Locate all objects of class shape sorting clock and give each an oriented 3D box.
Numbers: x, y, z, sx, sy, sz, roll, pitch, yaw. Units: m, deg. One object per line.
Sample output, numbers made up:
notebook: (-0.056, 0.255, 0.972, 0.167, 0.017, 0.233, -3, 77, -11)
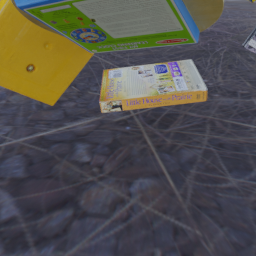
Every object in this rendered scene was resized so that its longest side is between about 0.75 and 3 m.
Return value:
shape sorting clock: (-0.145, -1.713, 4.040, 2.903, 0.570, 2.903, 4, -5, 0)

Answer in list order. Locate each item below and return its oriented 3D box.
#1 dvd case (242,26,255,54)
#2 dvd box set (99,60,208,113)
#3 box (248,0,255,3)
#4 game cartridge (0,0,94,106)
dvd case: (3.208, -2.099, 5.146, 1.452, 1.953, 0.156, 15, 32, -29)
dvd box set: (0.556, -1.097, 7.028, 2.454, 0.361, 1.795, -7, 35, 3)
box: (2.734, -4.323, 7.444, 0.877, 0.805, 2.504, -37, 51, 4)
game cartridge: (-1.638, -1.697, 5.498, 2.107, 2.390, 0.388, 24, 21, -53)
